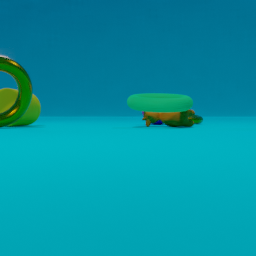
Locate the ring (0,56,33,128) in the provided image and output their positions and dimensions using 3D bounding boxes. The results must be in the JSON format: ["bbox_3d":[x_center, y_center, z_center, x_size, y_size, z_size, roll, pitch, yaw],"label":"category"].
[{"bbox_3d":[-3.095,-0.823,6.608,0.351,1.756,1.756,26,19,39],"label":"ring"}]

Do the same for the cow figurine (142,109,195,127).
[{"bbox_3d":[1.062,-0.317,7.661,1.186,0.661,1.205,2,4,-34],"label":"cow figurine"}]

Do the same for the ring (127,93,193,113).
[{"bbox_3d":[0.821,-0.672,7.268,1.698,0.340,1.698,1,12,0],"label":"ring"}]

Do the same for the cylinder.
[{"bbox_3d":[-3.260,-0.585,8.178,1.047,1.047,1.047,0,1,9],"label":"cylinder"}]

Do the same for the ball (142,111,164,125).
[{"bbox_3d":[0.999,-0.629,9.540,1.055,1.055,1.055,0,3,0],"label":"ball"}]

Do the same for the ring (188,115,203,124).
[{"bbox_3d":[2.166,-0.359,10.513,1.278,0.256,1.278,3,9,-1],"label":"ring"}]
